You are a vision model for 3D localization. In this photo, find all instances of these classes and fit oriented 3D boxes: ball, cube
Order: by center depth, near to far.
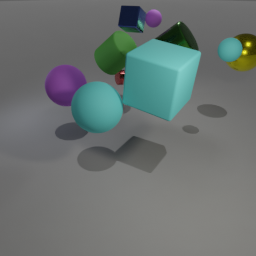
[{"bbox_3d":[0.837,-1.268,7.151,1.400,1.400,1.400,23,40,22],"label":"cube"},{"bbox_3d":[-0.836,-0.556,7.621,1.400,1.400,1.400,0,28,0],"label":"ball"},{"bbox_3d":[3.049,-2.339,8.391,0.700,0.700,0.700,0,28,0],"label":"ball"},{"bbox_3d":[-2.096,-1.432,9.498,1.400,1.400,1.400,0,28,0],"label":"ball"},{"bbox_3d":[0.151,-3.757,9.702,0.700,0.700,0.700,12,6,21],"label":"cube"},{"bbox_3d":[4.383,-2.849,10.615,1.400,1.400,1.400,0,28,0],"label":"ball"},{"bbox_3d":[1.061,-4.554,11.668,0.700,0.700,0.700,0,28,0],"label":"ball"}]

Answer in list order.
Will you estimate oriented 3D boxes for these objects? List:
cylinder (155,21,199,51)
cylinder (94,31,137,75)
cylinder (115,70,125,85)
[{"bbox_3d":[1.826,-3.198,11.037,1.400,1.400,1.400,-28,13,32],"label":"cylinder"},{"bbox_3d":[-0.520,-3.250,12.207,1.400,1.400,1.400,-28,6,41],"label":"cylinder"},{"bbox_3d":[-0.190,-2.411,13.308,0.700,0.700,0.700,-7,29,-23],"label":"cylinder"}]
